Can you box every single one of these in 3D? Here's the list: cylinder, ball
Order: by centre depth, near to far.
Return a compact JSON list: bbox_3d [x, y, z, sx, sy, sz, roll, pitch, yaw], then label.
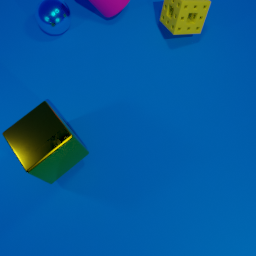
[{"bbox_3d":[-0.702,-4.379,8.622,1.321,1.321,1.321,-26,48,32],"label":"cylinder"},{"bbox_3d":[-2.324,-3.498,8.752,1.095,1.095,1.095,0,74,0],"label":"ball"}]

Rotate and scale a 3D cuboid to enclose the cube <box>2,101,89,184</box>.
[{"bbox_3d":[-2.088,0.411,7.309,1.359,1.359,1.359,-39,66,-7],"label":"cube"}]

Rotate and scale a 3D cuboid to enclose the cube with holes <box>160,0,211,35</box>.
[{"bbox_3d":[1.698,-3.530,8.493,0.971,0.971,0.971,-10,47,-21],"label":"cube with holes"}]
